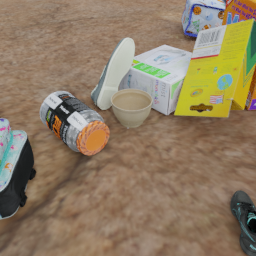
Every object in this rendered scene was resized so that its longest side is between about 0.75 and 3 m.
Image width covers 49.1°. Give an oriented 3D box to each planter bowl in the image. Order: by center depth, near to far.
[{"bbox_3d":[0.106,-0.498,7.945,1.146,0.771,1.146,0,38,0],"label":"planter bowl"}]

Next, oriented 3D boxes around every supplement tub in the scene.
[{"bbox_3d":[-1.367,-0.130,7.188,1.114,1.114,1.819,-29,46,-32],"label":"supplement tub"}]

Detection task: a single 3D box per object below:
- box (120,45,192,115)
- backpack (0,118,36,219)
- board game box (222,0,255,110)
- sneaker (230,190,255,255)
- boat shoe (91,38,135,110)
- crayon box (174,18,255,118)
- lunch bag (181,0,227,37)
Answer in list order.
[{"bbox_3d":[1.247,-1.654,9.165,2.348,1.135,2.071,-30,45,-34],"label":"box"},{"bbox_3d":[-3.247,0.819,5.670,2.188,1.647,1.942,-5,37,2],"label":"backpack"},{"bbox_3d":[4.841,-2.614,8.943,2.869,2.867,2.867,-5,37,-7],"label":"board game box"},{"bbox_3d":[2.328,1.686,5.323,0.525,0.552,1.392,1,37,4],"label":"sneaker"},{"bbox_3d":[-0.529,-1.685,8.428,0.819,2.250,0.695,6,23,-48],"label":"boat shoe"},{"bbox_3d":[2.406,-1.442,7.562,1.710,0.684,2.694,7,74,50],"label":"crayon box"},{"bbox_3d":[4.213,-5.355,13.436,2.894,1.792,2.461,12,39,-1],"label":"lunch bag"}]
